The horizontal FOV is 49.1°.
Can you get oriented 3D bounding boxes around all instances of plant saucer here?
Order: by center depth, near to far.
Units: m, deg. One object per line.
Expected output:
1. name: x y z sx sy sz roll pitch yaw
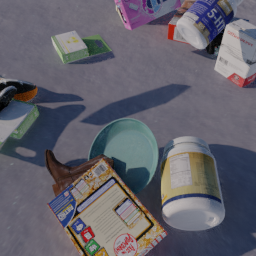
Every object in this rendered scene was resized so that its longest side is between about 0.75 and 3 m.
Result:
1. plant saucer: -0.099 0.800 7.374 2.129 0.383 2.129 -10 70 29

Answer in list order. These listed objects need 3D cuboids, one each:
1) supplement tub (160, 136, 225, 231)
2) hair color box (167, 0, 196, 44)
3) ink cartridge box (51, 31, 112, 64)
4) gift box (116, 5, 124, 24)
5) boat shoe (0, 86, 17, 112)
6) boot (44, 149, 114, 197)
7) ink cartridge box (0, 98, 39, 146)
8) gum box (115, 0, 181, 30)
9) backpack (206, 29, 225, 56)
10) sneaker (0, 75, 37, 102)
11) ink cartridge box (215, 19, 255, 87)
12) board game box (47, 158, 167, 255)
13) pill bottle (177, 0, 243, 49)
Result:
1. supplement tub: 1.495 1.310 6.800 1.401 1.401 1.941 2 49 2
2. hair color box: 2.842 -4.792 12.566 1.404 0.809 2.531 18 50 16
3. ink cartridge box: -1.937 -3.510 11.669 2.103 0.504 1.530 -21 52 -15
4. gift box: 0.267 -5.911 13.208 1.552 1.432 1.449 -13 59 -16
5. boat shoe: -3.884 -0.788 8.684 0.361 0.438 1.275 29 61 16
6. boot: -1.277 0.966 7.536 1.694 0.544 1.578 -23 66 -6
7. ink cartridge box: -4.044 -0.036 8.555 1.639 0.540 2.252 15 50 13
8. gum box: 0.677 -4.693 10.347 2.293 1.301 0.758 -28 32 -6
9. backpack: 3.828 -3.425 11.338 1.335 0.845 1.114 -3 59 -3
10. sneaker: -4.309 -1.494 9.666 2.358 0.893 1.085 0 40 -5
11. ink cartridge box: 4.022 -2.643 9.940 0.786 1.897 1.393 -27 54 -22
12. board game box: -0.507 2.053 6.333 1.713 0.524 2.262 -39 62 -10
13. pill bottle: 2.479 -3.410 8.255 1.918 1.148 1.148 -48 58 5
